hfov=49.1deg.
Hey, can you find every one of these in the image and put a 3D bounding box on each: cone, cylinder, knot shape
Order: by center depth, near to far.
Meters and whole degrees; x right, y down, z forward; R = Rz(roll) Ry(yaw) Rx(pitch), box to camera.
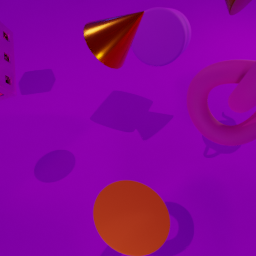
[{"bbox_3d":[1.703,-0.439,3.794,1.861,1.989,0.919,-24,57,32],"label":"knot shape"},{"bbox_3d":[-0.073,1.412,3.841,1.001,1.004,1.001,11,45,-11],"label":"cone"},{"bbox_3d":[-0.077,-1.663,4.723,0.964,0.967,0.964,28,47,-36],"label":"cone"},{"bbox_3d":[2.073,-3.145,5.657,1.166,1.166,1.171,-35,75,-26],"label":"cone"},{"bbox_3d":[0.824,-2.222,6.782,1.274,1.274,1.274,15,25,12],"label":"cylinder"}]

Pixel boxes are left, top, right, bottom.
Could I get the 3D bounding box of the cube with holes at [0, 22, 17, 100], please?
[{"bbox_3d":[-2.550,-1.065,4.138,1.177,1.177,1.177,-13,74,12],"label":"cube with holes"}]
